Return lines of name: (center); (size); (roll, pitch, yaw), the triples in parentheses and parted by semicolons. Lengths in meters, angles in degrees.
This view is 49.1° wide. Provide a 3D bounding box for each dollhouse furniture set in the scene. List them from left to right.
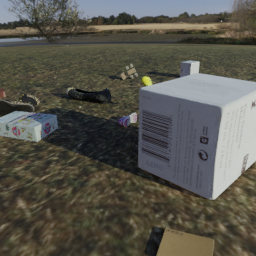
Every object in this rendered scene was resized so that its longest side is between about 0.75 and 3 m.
dollhouse furniture set: (0.040, -3.651, 18.620); (0.964, 0.885, 0.627); (-25, 16, 14)

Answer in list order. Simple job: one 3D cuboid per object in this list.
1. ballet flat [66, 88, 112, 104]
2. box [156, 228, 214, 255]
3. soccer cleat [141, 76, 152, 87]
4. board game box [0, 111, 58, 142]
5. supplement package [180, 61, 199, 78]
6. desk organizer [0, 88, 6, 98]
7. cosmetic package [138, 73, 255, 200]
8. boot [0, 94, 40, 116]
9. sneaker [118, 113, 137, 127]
ballet flat: (-1.930, -1.749, 13.760); (2.680, 0.761, 0.890); (11, 24, 27)
box: (0.994, 2.078, 4.801); (0.888, 0.094, 0.726); (8, 23, 18)
soccer cleat: (0.880, -1.695, 11.588); (0.375, 1.159, 0.485); (-27, 55, 8)
board game box: (-3.574, -0.103, 9.806); (1.754, 0.564, 1.294); (6, 23, 19)
supplement package: (4.206, -3.987, 19.120); (0.821, 1.068, 1.117); (17, 27, 38)
desk organizer: (-6.611, -1.823, 14.591); (0.341, 0.318, 0.887); (-13, 25, -25)
cosmetic package: (1.944, -0.028, 7.258); (2.231, 2.229, 2.704); (19, 29, 40)
boot: (-4.783, -1.030, 12.042); (1.803, 0.660, 1.358); (3, 22, -1)
sneaker: (-0.021, -0.335, 10.691); (0.431, 0.392, 0.974); (5, 22, 34)
